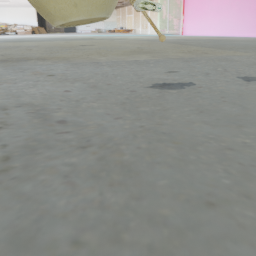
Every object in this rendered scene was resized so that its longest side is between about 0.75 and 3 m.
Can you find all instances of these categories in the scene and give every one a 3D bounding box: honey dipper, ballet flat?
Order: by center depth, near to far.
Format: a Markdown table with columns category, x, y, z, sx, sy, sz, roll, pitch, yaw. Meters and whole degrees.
| category | x | y | z | sx | sy | sz | roll | pitch | yaw |
| --- | --- | --- | --- | --- | --- | --- | --- | --- | --- |
| ballet flat | 0.433 | -2.986 | 6.830 | 0.853 | 0.296 | 0.296 | 23 | 31 | 30 |
| honey dipper | 0.805 | -4.282 | 11.026 | 0.463 | 0.463 | 2.440 | -15 | 66 | -34 |

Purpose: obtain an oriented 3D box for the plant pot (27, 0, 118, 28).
| category | x | y | z | sx | sy | sz | roll | pitch | yaw |
| --- | --- | --- | --- | --- | --- | --- | --- | --- | --- |
| plant pot | -0.849 | -2.313 | 4.335 | 1.965 | 1.319 | 1.965 | -9 | 16 | 3 |
